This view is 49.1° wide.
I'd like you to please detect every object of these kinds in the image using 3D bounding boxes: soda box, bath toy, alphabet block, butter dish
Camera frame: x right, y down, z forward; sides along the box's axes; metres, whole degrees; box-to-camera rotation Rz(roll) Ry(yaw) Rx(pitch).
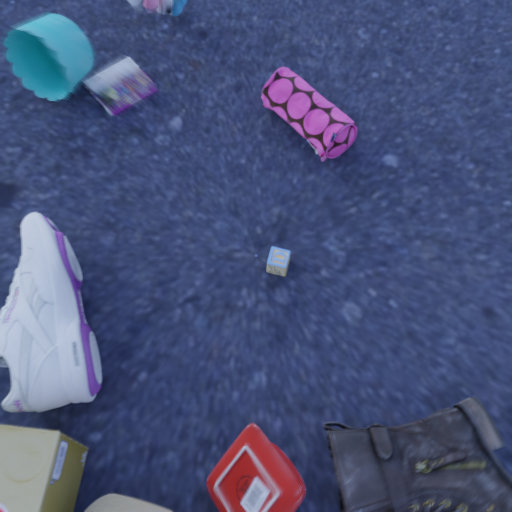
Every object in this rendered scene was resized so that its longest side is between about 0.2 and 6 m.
[{"bbox_3d":[-3.236,4.117,6.394,1.388,1.312,4.098,6,62,3],"label":"soda box"},{"bbox_3d":[-1.997,-5.214,11.214,1.283,0.474,0.558,-11,96,-46],"label":"bath toy"},{"bbox_3d":[0.358,0.093,9.015,0.328,0.335,0.329,15,64,7],"label":"alphabet block"},{"bbox_3d":[0.147,2.989,7.235,1.220,0.902,1.217,-55,48,14],"label":"butter dish"}]

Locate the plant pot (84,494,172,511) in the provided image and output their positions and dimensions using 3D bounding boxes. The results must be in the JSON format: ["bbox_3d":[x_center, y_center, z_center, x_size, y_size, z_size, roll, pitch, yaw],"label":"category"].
[{"bbox_3d":[-1.344,3.640,6.628,1.718,1.609,1.609,24,64,31],"label":"plant pot"}]

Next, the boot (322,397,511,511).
[{"bbox_3d":[2.206,3.198,7.192,2.325,0.924,2.670,-15,56,-5],"label":"boot"}]

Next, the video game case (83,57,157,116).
[{"bbox_3d":[-2.624,-3.291,10.836,1.060,0.190,0.961,-37,68,-17],"label":"video game case"}]

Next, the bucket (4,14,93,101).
[{"bbox_3d":[-3.796,-3.695,10.365,1.409,1.409,0.917,23,50,11],"label":"bucket"}]

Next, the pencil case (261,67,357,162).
[{"bbox_3d":[0.903,-2.570,10.158,0.881,0.853,1.880,-47,67,9],"label":"pencil case"}]

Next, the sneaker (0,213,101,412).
[{"bbox_3d":[-3.302,0.745,8.204,1.570,1.180,3.152,-16,64,-8],"label":"sneaker"}]
